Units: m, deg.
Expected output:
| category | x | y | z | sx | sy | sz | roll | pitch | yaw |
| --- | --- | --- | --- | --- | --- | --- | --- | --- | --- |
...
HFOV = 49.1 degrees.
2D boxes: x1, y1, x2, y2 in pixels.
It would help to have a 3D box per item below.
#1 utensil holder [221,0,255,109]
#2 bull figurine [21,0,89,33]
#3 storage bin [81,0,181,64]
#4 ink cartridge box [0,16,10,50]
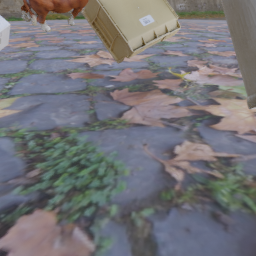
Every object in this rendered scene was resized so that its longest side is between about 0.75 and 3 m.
| category | x | y | z | sx | sy | sz | roll | pitch | yaw |
| --- | --- | --- | --- | --- | --- | --- | --- | --- | --- |
| utensil holder | 3.234 | -1.907 | 5.645 | 2.197 | 2.585 | 2.197 | -14 | -3 | -1 |
| bull figurine | -1.758 | -3.617 | 7.913 | 2.648 | 1.607 | 0.862 | -22 | 75 | -34 |
| storage bin | 0.160 | -3.821 | 9.721 | 2.486 | 2.468 | 1.165 | -34 | -2 | -27 |
| ink cartridge box | -3.497 | -2.538 | 6.843 | 1.148 | 0.839 | 0.484 | 40 | 57 | -6 |
